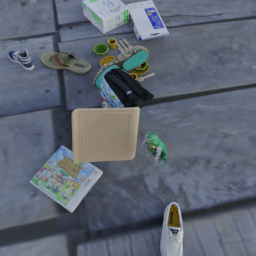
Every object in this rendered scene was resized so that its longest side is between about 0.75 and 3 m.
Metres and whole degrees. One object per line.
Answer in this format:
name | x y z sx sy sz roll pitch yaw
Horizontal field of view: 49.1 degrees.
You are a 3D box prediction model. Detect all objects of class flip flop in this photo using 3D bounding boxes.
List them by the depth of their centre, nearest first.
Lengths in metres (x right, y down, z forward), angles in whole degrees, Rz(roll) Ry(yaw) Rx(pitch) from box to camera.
flip flop | -2.737 -2.952 12.243 2.308 0.665 0.936 18 60 11

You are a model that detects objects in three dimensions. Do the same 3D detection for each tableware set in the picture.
tableware set | -0.262 -3.026 12.433 1.910 0.435 2.836 -26 62 -15

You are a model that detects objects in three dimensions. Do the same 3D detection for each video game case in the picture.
video game case | -2.109 1.681 9.617 1.854 0.204 1.687 30 62 17

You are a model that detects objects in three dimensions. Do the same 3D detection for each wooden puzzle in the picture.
wooden puzzle | -0.728 0.221 9.099 2.157 1.995 0.402 -4 31 -15

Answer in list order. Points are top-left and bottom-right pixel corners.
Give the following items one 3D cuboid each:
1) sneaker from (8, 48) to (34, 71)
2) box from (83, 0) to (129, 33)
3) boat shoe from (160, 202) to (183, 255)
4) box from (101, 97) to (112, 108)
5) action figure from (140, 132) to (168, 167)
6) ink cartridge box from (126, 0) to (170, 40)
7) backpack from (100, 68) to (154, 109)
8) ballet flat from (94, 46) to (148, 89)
sneaker | -4.784 -3.207 12.307 1.524 0.827 0.534 34 64 19
box | -1.106 -5.750 13.894 1.583 0.868 1.794 -31 64 -20
boat shoe | 1.358 3.162 8.425 0.662 0.652 1.866 7 58 4
box | -0.375 -0.473 10.872 1.243 0.362 1.815 -6 58 -4
action figure | 0.774 0.595 8.374 0.523 1.911 1.129 -40 67 -10
ink cartridge box | 0.926 -5.131 13.686 1.400 0.552 2.816 -12 57 -8
backpack | -0.222 -1.288 9.896 1.441 1.358 1.766 -35 86 -29
ballet flat | -0.410 -2.618 11.906 2.748 0.932 1.035 -36 43 -9
